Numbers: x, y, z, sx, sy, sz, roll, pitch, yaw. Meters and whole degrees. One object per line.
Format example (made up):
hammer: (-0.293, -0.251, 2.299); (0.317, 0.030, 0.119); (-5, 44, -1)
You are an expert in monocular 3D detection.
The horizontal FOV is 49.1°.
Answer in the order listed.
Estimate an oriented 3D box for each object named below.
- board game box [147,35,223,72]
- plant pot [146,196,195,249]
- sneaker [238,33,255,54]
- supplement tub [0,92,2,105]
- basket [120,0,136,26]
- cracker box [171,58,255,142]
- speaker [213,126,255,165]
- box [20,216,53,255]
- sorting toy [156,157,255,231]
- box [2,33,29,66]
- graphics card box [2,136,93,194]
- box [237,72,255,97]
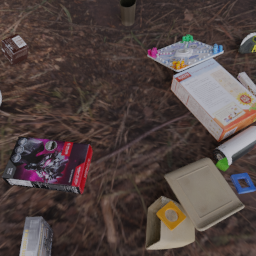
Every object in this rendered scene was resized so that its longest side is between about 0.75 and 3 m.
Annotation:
board game box: (1.949, -2.696, 9.803); (1.938, 0.251, 1.938); (-25, 38, -16)
plant pot: (0.989, 2.256, 6.433); (0.869, 0.981, 0.980); (14, 55, -10)
sneaker: (4.857, -3.066, 10.213); (1.803, 0.671, 0.763); (-23, 59, -15)
supplement tub: (-4.472, -0.619, 7.805); (1.801, 1.104, 1.104); (-24, 49, 31)
basket: (-0.003, -4.606, 11.120); (0.628, 0.924, 0.833); (11, 57, 7)
cracker box: (2.717, -0.953, 8.731); (1.640, 0.706, 2.449); (-26, 60, -16)
speaker: (3.098, 0.494, 7.815); (1.442, 0.585, 0.585); (-27, 60, -18)
box: (-1.942, 2.757, 5.912); (0.351, 1.149, 1.451); (-2, 56, -1)
sorting toy: (1.716, 1.509, 6.520); (2.620, 0.357, 1.475); (-18, 57, -24)
box: (-3.935, -2.732, 9.772); (0.635, 0.766, 0.629); (49, 60, 1)
graphics card box: (-2.106, 0.971, 7.523); (2.069, 0.526, 1.298); (6, 56, 5)
box: (4.058, -1.411, 9.349); (0.228, 0.213, 1.099); (-16, 57, -11)
